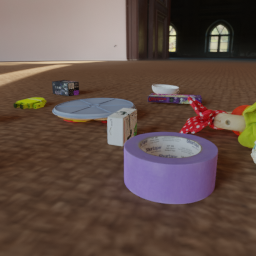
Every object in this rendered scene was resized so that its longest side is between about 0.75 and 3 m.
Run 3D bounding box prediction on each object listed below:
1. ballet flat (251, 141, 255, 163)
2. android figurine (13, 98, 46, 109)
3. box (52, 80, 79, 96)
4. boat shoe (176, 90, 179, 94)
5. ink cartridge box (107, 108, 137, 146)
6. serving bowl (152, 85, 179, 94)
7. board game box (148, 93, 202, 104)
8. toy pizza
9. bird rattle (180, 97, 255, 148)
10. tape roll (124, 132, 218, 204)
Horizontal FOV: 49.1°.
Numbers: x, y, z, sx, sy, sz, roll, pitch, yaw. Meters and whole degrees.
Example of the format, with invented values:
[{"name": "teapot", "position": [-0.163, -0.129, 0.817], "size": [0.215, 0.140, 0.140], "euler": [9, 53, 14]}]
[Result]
[{"name": "ballet flat", "position": [3.837, 0.405, 5.122], "size": [2.946, 0.941, 1.114], "euler": [2, 14, 5]}, {"name": "android figurine", "position": [-3.752, -0.964, 10.877], "size": [1.131, 0.255, 1.242], "euler": [9, 20, 29]}, {"name": "box", "position": [-2.993, -1.934, 13.448], "size": [1.185, 0.629, 0.724], "euler": [12, 20, 37]}, {"name": "boat shoe", "position": [1.981, -1.738, 13.359], "size": [0.945, 0.335, 0.330], "euler": [-1, 4, 21]}, {"name": "ink cartridge box", "position": [-0.127, -0.043, 7.001], "size": [0.410, 0.724, 0.988], "euler": [7, 19, 21]}, {"name": "serving bowl", "position": [1.671, -1.693, 12.678], "size": [1.213, 0.399, 1.213], "euler": [4, 16, -1]}, {"name": "board game box", "position": [1.928, -1.208, 11.487], "size": [2.090, 0.338, 1.255], "euler": [3, 8, 12]}, {"name": "toy pizza", "position": [-1.091, -0.548, 9.197], "size": [2.685, 0.425, 2.685], "euler": [-1, 17, 0]}, {"name": "bird rattle", "position": [2.766, -0.091, 7.089], "size": [2.137, 1.476, 2.621], "euler": [0, -1, -42]}, {"name": "tape roll", "position": [0.719, 0.614, 4.889], "size": [1.588, 0.675, 1.588], "euler": [-1, 16, 0]}]
